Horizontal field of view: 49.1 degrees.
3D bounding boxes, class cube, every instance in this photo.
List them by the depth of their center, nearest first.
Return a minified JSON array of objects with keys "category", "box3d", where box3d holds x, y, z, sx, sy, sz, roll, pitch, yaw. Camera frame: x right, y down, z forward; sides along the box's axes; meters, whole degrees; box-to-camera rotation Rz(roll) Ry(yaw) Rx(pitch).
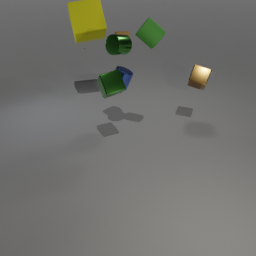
[{"category":"cube","box3d":[-0.569,-1.459,9.348,0.700,0.700,0.700,-20,1,-15]},{"category":"cube","box3d":[2.855,-2.021,11.256,0.700,0.700,0.700,21,-6,10]},{"category":"cube","box3d":[-1.837,-4.788,12.611,1.400,1.400,1.400,-14,3,-9]}]

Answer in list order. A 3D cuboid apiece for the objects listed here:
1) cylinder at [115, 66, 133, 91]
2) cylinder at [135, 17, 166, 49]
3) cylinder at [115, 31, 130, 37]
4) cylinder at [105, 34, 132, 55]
[{"category":"cylinder","box3d":[-0.247,-1.887,10.650,0.700,0.700,0.700,20,27,-11]},{"category":"cylinder","box3d":[0.712,-3.003,8.867,0.700,0.700,0.700,38,27,-12]},{"category":"cylinder","box3d":[-0.306,-4.722,14.734,0.700,0.700,0.700,-7,29,-12]},{"category":"cylinder","box3d":[-0.332,-2.968,9.977,0.700,0.700,0.700,22,26,34]}]
